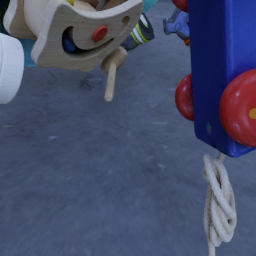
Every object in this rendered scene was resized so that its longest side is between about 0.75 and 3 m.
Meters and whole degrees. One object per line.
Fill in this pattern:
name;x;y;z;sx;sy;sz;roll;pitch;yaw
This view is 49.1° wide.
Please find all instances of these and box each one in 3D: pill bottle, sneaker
pill bottle;-2.378;-0.869;3.051;2.197;1.220;1.220;7;24;-45
sneaker;-0.394;-2.801;6.360;0.896;0.982;2.425;-13;74;-61

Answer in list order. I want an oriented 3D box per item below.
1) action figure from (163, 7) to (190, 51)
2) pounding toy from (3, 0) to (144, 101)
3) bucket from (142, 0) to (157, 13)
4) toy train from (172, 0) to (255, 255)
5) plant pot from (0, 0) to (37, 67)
action figure;1.848;-2.470;5.178;2.816;2.724;1.473;0;22;-17
pounding toy;-0.402;-1.486;4.471;1.555;1.550;2.711;48;22;10
bucket;-0.215;-4.549;8.152;2.533;2.533;1.648;25;7;29
toy train;1.104;-0.194;1.883;1.377;2.380;1.007;-7;11;-5
plant pot;-2.179;-2.658;5.641;2.629;2.629;1.771;-9;75;-12
